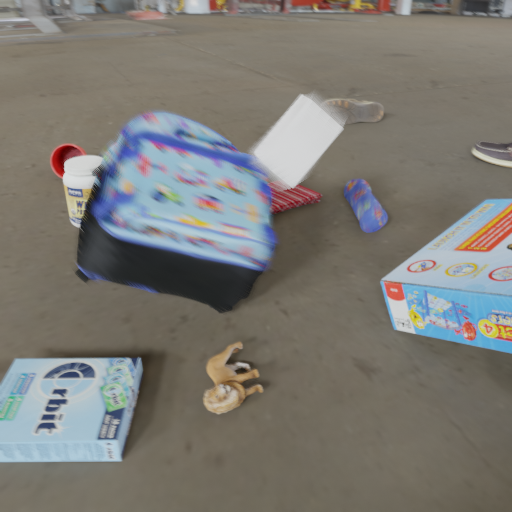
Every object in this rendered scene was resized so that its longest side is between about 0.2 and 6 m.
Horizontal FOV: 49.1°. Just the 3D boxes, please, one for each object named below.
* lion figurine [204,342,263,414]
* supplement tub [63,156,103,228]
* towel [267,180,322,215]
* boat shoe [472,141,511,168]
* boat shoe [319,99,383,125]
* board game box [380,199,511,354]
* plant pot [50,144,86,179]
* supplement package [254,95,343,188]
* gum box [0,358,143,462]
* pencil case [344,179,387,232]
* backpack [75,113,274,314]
[{"bbox_3d":[-0.403,1.604,7.386,0.768,0.454,1.254,-16,19,-12],"label":"lion figurine"},{"bbox_3d":[-3.421,-1.309,11.485,0.943,1.306,0.943,0,30,0],"label":"supplement tub"},{"bbox_3d":[0.301,-1.282,12.550,1.960,0.220,1.417,-19,33,-32],"label":"towel"},{"bbox_3d":[7.002,-2.704,14.344,2.734,0.886,0.983,20,35,31],"label":"boat shoe"},{"bbox_3d":[2.983,-4.638,18.003,2.134,0.795,0.782,3,19,-12],"label":"boat shoe"},{"bbox_3d":[4.015,0.159,7.995,3.173,0.887,3.106,-31,21,-31],"label":"board game box"},{"bbox_3d":[-4.586,-2.392,13.929,0.882,0.882,0.780,-3,19,-5],"label":"plant pot"},{"bbox_3d":[0.572,-1.617,7.879,0.649,1.071,0.641,37,13,-19],"label":"supplement package"},{"bbox_3d":[-2.366,1.849,6.903,1.673,0.373,1.421,0,30,0],"label":"gum box"},{"bbox_3d":[2.268,-1.052,11.683,0.575,0.640,1.474,-27,32,11],"label":"pencil case"},{"bbox_3d":[-1.124,-0.973,8.624,2.749,2.026,3.011,16,51,-19],"label":"backpack"}]
